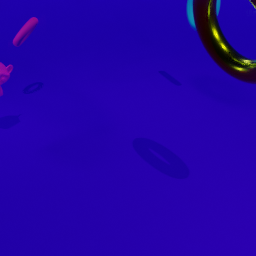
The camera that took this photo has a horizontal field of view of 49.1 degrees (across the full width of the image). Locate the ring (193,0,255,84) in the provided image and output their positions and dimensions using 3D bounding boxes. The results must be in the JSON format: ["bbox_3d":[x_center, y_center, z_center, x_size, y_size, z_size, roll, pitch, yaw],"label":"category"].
[{"bbox_3d":[1.597,-1.461,4.035,0.370,1.851,1.851,-33,39,-8],"label":"ring"}]

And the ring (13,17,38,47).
[{"bbox_3d":[-3.314,-3.108,9.071,0.227,1.135,1.135,39,23,-22],"label":"ring"}]

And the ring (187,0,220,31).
[{"bbox_3d":[2.489,-4.098,9.378,0.334,1.670,1.670,-8,32,-18],"label":"ring"}]

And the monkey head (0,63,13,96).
[{"bbox_3d":[-3.505,-1.292,7.277,1.177,0.847,0.709,-17,47,-35],"label":"monkey head"}]
